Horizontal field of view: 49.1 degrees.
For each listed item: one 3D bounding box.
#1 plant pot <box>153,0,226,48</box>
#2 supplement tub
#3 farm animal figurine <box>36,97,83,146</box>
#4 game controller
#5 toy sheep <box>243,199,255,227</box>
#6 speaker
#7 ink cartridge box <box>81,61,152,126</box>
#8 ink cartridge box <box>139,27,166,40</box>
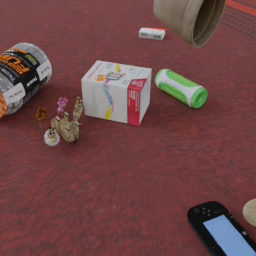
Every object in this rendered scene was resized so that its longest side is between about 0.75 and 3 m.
[{"bbox_3d":[1.859,-3.862,8.932,1.768,2.037,2.037,33,49,25],"label":"plant pot"},{"bbox_3d":[-3.892,-1.573,9.296,1.667,1.667,2.720,11,41,13],"label":"supplement tub"},{"bbox_3d":[-1.897,-0.153,8.360,1.552,0.809,1.535,-15,54,-28],"label":"farm animal figurine"},{"bbox_3d":[2.031,2.294,5.648,0.993,0.401,1.904,-17,44,-19],"label":"game controller"},{"bbox_3d":[3.450,1.570,5.648,2.180,1.503,1.503,-11,38,12],"label":"toy sheep"},{"bbox_3d":[1.814,-1.409,9.773,0.822,0.822,1.858,-28,47,-29],"label":"speaker"},{"bbox_3d":[-0.343,-1.155,9.014,1.910,1.381,1.388,11,41,13],"label":"ink cartridge box"},{"bbox_3d":[1.320,-5.043,14.481,1.189,0.351,1.486,10,42,12],"label":"ink cartridge box"}]
